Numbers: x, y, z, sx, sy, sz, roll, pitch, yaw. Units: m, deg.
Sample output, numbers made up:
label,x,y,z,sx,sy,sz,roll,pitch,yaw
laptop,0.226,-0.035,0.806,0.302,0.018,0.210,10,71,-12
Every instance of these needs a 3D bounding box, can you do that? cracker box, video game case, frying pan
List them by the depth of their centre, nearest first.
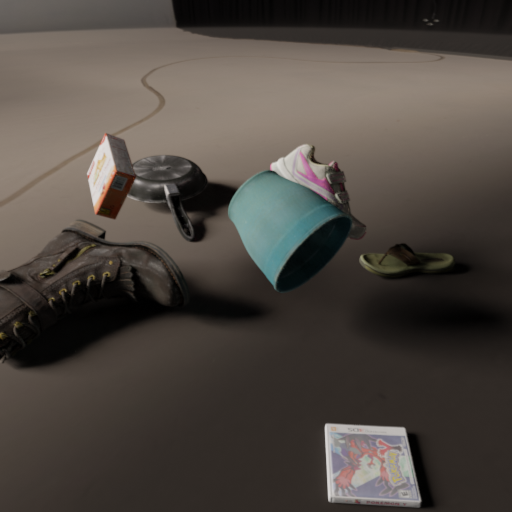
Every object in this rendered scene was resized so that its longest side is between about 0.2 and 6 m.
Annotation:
label,x,y,z,sx,sy,sz,roll,pitch,yaw
video game case,1.357,2.471,6.697,1.021,0.129,1.120,2,29,4
cracker box,-2.598,-1.432,9.965,0.401,0.932,1.391,15,30,-32
frying pan,-2.335,-1.551,13.286,2.209,0.594,3.651,2,33,1

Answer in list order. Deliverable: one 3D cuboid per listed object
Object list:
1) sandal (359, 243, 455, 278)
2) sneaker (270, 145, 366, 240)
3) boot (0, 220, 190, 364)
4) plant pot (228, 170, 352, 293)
label,x,y,z,sx,sy,sz,roll,pitch,yaw
sandal,2.899,0.007,10.804,1.887,0.539,0.749,-4,29,-7
sneaker,1.305,-1.206,10.332,2.171,0.958,0.883,44,18,0
boot,-3.066,0.754,9.136,3.281,1.136,2.856,19,42,27
plant pot,0.423,-0.498,8.859,1.601,1.601,1.505,-25,60,-38
